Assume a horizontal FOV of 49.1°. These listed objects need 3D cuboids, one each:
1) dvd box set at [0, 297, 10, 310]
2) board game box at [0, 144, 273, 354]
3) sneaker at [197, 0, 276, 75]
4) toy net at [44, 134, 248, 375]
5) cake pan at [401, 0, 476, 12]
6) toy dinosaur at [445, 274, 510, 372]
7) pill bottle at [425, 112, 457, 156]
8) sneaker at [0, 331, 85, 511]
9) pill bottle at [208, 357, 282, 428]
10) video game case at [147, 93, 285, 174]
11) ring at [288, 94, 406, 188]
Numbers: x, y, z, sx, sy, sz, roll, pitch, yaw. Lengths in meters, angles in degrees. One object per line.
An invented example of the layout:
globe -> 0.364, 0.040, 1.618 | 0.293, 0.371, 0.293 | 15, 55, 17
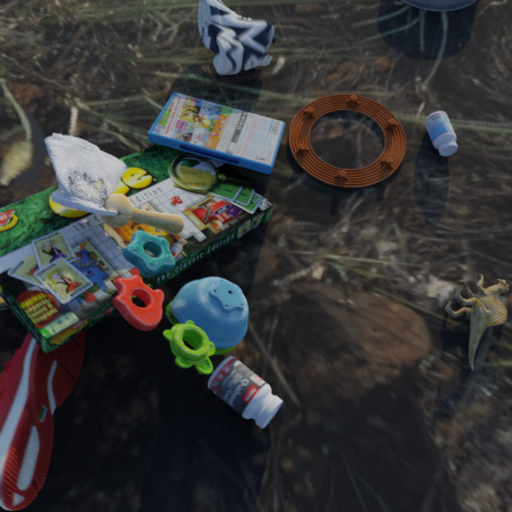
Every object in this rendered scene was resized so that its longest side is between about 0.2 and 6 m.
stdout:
dvd box set -> -3.468, 0.129, 9.005 | 1.800, 0.265, 1.317 | -11, 63, -6
board game box -> -1.926, -0.495, 8.550 | 2.202, 0.493, 4.204 | 42, 53, 20
sneaker -> -0.323, -4.436, 11.025 | 1.325, 0.813, 2.037 | -9, 58, -22
toy net -> -1.760, -0.049, 7.717 | 3.923, 0.758, 2.058 | 44, 37, 5
cake pan -> 3.925, -6.260, 12.219 | 2.249, 0.412, 2.249 | 0, 63, 0
toy dinosaur -> 3.370, 0.841, 8.526 | 0.834, 0.480, 1.649 | 29, 66, 13
pill bottle -> 3.357, -2.197, 10.123 | 0.413, 0.413, 0.759 | -9, 63, -5
sneaker -> -3.543, 1.839, 7.647 | 1.722, 1.168, 2.981 | -4, 47, 12
pill bottle -> -0.150, 1.925, 7.902 | 0.984, 0.570, 0.570 | 35, 68, 17
video game case -> -0.643, -2.183, 9.829 | 2.136, 0.190, 1.529 | 15, 44, 0
ring -> 1.665, -2.175, 10.233 | 2.148, 0.206, 2.148 | 0, 63, -1
